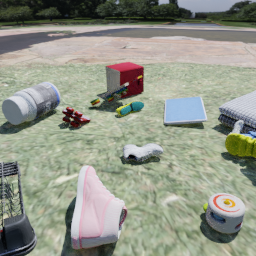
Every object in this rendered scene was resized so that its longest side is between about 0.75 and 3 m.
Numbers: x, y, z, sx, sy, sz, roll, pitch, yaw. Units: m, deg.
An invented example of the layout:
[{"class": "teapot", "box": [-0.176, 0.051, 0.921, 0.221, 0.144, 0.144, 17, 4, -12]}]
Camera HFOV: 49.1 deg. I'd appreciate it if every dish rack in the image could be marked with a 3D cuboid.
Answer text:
[{"class": "dish rack", "box": [-3.326, 1.720, 6.164, 2.209, 0.785, 2.879, -9, 25, -22]}]

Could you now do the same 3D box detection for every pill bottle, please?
[{"class": "pill bottle", "box": [-3.831, -0.995, 11.211, 1.233, 1.233, 2.168, 12, 28, 23]}]

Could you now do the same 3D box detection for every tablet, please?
[{"class": "tablet", "box": [2.354, -0.760, 11.708, 1.639, 0.172, 2.518, -4, 26, 11]}]

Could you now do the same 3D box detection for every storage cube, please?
[{"class": "storage cube", "box": [-0.178, -2.461, 14.152, 1.438, 1.368, 1.600, -18, 31, -31]}]

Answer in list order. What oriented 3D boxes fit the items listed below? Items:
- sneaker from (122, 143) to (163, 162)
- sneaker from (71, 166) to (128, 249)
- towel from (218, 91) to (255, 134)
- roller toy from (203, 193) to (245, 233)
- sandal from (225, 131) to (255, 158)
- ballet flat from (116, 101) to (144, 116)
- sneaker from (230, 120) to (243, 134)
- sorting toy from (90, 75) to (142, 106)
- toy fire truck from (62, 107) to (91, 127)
[{"class": "sneaker", "box": [0.456, 0.800, 8.514, 1.254, 0.467, 0.546, -5, 37, 4]}, {"class": "sneaker", "box": [-0.576, 1.648, 6.187, 1.119, 0.805, 2.140, -4, 32, -1]}, {"class": "towel", "box": [4.827, -0.541, 10.460, 2.273, 0.972, 1.882, -23, 31, -23]}, {"class": "roller toy", "box": [2.124, 1.816, 6.082, 0.846, 0.591, 0.772, 0, 26, -1]}, {"class": "sandal", "box": [4.124, 0.619, 8.330, 0.983, 0.897, 2.257, -14, 30, -38]}, {"class": "ballet flat", "box": [0.060, -0.860, 11.913, 1.374, 0.459, 0.461, -22, 18, -35]}, {"class": "sneaker", "box": [3.622, 0.125, 9.268, 0.295, 0.789, 0.393, 27, 6, -10]}, {"class": "sorting toy", "box": [-0.433, -1.602, 12.614, 2.509, 0.424, 1.209, -26, 8, 11]}, {"class": "toy fire truck", "box": [-2.024, -0.449, 10.854, 0.978, 0.548, 0.821, 27, 15, 18]}]
